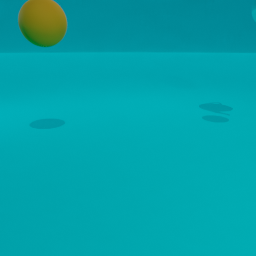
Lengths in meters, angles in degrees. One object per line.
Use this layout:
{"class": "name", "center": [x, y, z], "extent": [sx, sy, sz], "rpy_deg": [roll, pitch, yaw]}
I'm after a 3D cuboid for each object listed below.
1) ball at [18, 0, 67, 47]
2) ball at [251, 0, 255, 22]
{"class": "ball", "center": [-1.781, -2.208, 5.885], "extent": [0.983, 0.983, 0.983], "rpy_deg": [0, 16, 0]}
{"class": "ball", "center": [3.116, -2.625, 6.122], "extent": [0.766, 0.766, 0.766], "rpy_deg": [0, 16, 0]}
